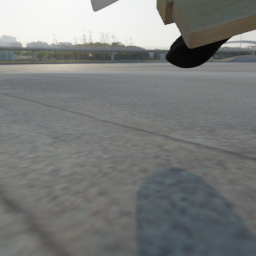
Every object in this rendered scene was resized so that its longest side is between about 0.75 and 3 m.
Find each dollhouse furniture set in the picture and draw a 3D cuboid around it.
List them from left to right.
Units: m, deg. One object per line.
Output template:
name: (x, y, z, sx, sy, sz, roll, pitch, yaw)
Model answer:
dollhouse furniture set: (1.319, -1.768, 4.303, 1.715, 1.803, 1.469, -17, -27, -4)

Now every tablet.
tablet: (-0.200, -1.780, 3.203, 0.635, 0.067, 0.976, -30, -13, -5)

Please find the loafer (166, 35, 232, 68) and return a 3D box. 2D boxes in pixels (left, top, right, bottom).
loafer: (2.155, -2.627, 7.730, 1.028, 1.005, 2.817, 26, -31, -25)
